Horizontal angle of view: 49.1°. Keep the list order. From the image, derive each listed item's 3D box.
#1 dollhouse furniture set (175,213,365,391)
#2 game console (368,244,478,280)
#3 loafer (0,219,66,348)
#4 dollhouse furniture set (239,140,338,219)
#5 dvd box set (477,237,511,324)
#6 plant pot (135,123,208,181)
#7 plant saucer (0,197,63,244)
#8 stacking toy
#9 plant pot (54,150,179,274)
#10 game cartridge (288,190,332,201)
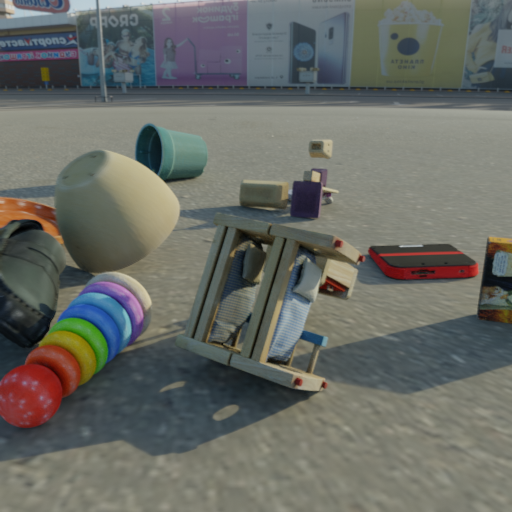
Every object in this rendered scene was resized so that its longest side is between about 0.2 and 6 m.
[{"bbox_3d":[0.521,0.648,6.707,1.567,1.576,2.236,13,-7,33],"label":"dollhouse furniture set"},{"bbox_3d":[2.867,0.082,9.695,1.585,0.246,1.402,-1,16,-4],"label":"game console"},{"bbox_3d":[-3.183,0.167,7.544,1.198,1.159,3.413,-45,29,-8],"label":"loafer"},{"bbox_3d":[0.850,-1.865,13.697,2.290,1.815,1.625,7,4,27],"label":"dollhouse furniture set"},{"bbox_3d":[3.783,0.392,7.284,1.594,1.166,0.234,7,23,17],"label":"dvd box set"},{"bbox_3d":[-2.485,-3.011,16.789,1.696,1.732,1.732,-4,17,-39],"label":"plant pot"},{"bbox_3d":[-4.526,-0.635,10.878,2.011,0.325,2.011,16,17,-5],"label":"plant saucer"},{"bbox_3d":[-1.958,0.992,6.046,0.931,0.931,2.181,5,23,13],"label":"stacking toy"},{"bbox_3d":[-2.549,-0.942,9.452,2.094,1.406,2.094,-16,41,14],"label":"plant pot"},{"bbox_3d":[1.288,-1.603,14.623,1.191,0.244,0.793,-14,27,-35],"label":"game cartridge"}]
